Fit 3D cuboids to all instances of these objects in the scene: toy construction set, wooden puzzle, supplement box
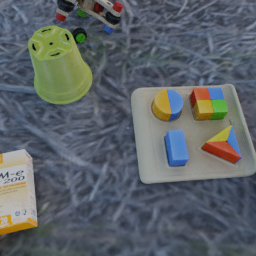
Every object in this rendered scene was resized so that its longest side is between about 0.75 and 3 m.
[{"bbox_3d":[-1.312,-3.911,7.868,1.999,2.397,1.841,-17,59,-18],"label":"toy construction set"},{"bbox_3d":[1.531,-0.032,6.756,2.731,0.632,2.530,-5,64,-2],"label":"wooden puzzle"},{"bbox_3d":[-2.601,1.386,6.059,1.028,0.600,1.632,-12,64,-7],"label":"supplement box"}]

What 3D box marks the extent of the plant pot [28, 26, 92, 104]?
[{"bbox_3d":[-1.778,-1.670,7.103,1.609,1.480,1.609,0,63,-1],"label":"plant pot"}]
